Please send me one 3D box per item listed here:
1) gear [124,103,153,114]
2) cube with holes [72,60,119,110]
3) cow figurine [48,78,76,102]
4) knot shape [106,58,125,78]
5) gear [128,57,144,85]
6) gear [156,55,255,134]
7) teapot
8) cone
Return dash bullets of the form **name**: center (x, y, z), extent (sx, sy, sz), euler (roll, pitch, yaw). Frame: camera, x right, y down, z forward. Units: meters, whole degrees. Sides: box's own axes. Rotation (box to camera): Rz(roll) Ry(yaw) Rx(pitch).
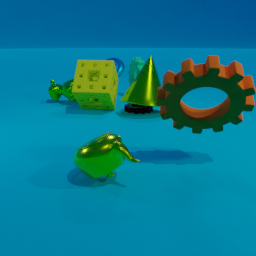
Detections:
- **gear**: center (0.389, -0.742, 10.335), extent (1.060, 0.196, 1.060), euler (0, 18, 0)
- **cube with holes**: center (-1.125, -1.530, 10.112), extent (1.292, 1.292, 1.292), euler (3, -22, 8)
- **cow figurine**: center (-2.454, -1.648, 11.548), extent (1.591, 0.874, 1.566), euler (-33, 37, -19)
- **knot shape**: center (-1.028, -2.193, 12.744), extent (0.963, 2.084, 1.950), euler (33, 21, -15)
- **gear**: center (0.372, -2.305, 12.274), extent (0.283, 1.531, 1.531), euler (-2, 17, -18)
- **gear**: center (1.450, -0.552, 5.344), extent (1.766, 1.766, 0.327), euler (2, 52, 8)
- **teapot**: center (-0.437, 0.545, 5.102), extent (1.566, 0.767, 0.974), euler (-20, 9, 42)
- **cone**: center (0.673, -1.656, 9.623), extent (1.667, 1.673, 1.667), euler (8, 8, -1)
